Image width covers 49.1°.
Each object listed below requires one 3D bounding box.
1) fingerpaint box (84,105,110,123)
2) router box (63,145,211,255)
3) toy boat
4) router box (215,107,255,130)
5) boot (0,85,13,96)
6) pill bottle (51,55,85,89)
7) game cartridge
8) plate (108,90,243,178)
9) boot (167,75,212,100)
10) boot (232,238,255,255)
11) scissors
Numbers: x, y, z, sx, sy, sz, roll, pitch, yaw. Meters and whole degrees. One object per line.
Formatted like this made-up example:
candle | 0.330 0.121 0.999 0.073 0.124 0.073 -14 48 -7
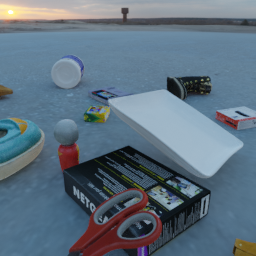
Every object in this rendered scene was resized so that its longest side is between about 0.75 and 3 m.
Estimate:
fingerpaint box | -1.059 -0.501 9.702 0.725 0.319 0.870 4 24 8
router box | 0.078 1.207 5.369 1.745 0.597 2.339 -18 29 -35
toy boat | -2.406 0.327 6.571 2.734 1.270 2.298 5 23 11
router box | 3.773 -0.347 9.358 1.235 0.302 1.109 -9 25 -20
boot | -5.876 -1.114 10.836 2.734 0.994 2.904 10 17 40
pill bottle | -2.886 -2.897 13.925 1.368 1.368 2.286 0 24 0
game cartridge | -0.672 -1.352 11.686 1.271 0.376 1.960 -13 26 -37
plate | 1.164 0.030 6.534 2.632 0.425 2.626 38 30 23
boot | 2.696 -1.757 11.992 1.798 0.874 2.388 -2 17 -3
boot | 1.996 1.824 4.230 0.712 0.350 0.995 20 36 27
scissors | -0.783 1.771 3.830 2.833 0.197 1.037 -28 38 -18
